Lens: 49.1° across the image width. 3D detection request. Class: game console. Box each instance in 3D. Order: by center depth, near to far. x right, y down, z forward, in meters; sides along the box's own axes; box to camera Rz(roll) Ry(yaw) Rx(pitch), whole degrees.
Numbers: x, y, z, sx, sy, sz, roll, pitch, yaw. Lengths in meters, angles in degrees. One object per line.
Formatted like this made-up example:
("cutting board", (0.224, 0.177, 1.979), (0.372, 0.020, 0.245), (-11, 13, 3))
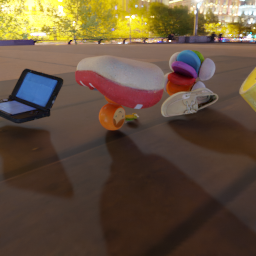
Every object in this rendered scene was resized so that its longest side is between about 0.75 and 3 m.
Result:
("game console", (-3.228, -1.047, 8.498), (1.944, 1.132, 1.710), (19, 24, 31))

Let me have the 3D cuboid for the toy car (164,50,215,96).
("toy car", (2.081, -1.976, 10.323), (1.732, 1.979, 1.484), (25, 8, 30))

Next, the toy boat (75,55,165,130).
("toy boat", (-0.328, -0.890, 7.677), (1.939, 1.942, 2.971), (3, 9, -26))

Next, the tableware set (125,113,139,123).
("tableware set", (-0.250, -0.324, 8.744), (1.126, 0.173, 0.758), (-6, 18, -12))

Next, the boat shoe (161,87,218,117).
("boat shoe", (1.949, -0.782, 8.820), (1.908, 0.688, 0.620), (-19, 29, -18))

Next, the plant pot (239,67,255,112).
("plant pot", (3.661, -0.729, 6.363), (1.792, 1.905, 1.905), (36, 25, 1))
